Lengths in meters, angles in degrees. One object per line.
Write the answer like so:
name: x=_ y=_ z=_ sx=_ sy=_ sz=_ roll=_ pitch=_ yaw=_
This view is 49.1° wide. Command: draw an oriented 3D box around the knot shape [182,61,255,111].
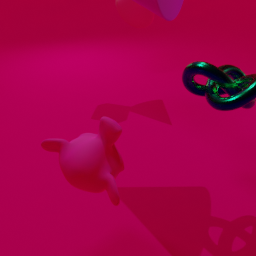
knot shape: x=1.325 y=-0.630 z=4.048 sx=1.123 sy=0.554 sz=1.200 roll=18 pitch=21 yaw=17

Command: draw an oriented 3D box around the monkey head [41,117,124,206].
monkey head: x=-0.421 y=0.329 z=3.350 sx=1.197 sy=0.861 sz=0.721 roll=35 pitch=45 yaw=13

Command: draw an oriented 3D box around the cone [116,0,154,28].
cone: x=0.475 y=-3.529 z=7.418 sx=1.226 sy=1.226 sz=1.230 roll=-20 pitch=-4 yaw=-29

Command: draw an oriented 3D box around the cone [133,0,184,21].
cone: x=-0.027 y=-2.617 z=4.587 sx=1.615 sy=1.609 sz=1.609 roll=11 pitch=33 yaw=25
